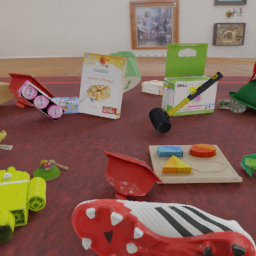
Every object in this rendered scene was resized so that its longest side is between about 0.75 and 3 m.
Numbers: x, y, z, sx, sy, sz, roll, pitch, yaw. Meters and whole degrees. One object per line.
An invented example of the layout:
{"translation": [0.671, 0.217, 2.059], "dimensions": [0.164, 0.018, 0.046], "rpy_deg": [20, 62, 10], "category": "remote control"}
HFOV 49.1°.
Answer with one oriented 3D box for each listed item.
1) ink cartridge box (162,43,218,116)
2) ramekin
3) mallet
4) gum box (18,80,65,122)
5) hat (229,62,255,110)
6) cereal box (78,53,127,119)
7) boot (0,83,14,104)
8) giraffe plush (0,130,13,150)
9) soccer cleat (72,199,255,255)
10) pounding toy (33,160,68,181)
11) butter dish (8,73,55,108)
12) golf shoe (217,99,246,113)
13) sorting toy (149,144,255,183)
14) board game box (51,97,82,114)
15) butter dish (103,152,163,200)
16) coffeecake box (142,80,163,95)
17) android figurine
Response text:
{"translation": [2.618, -2.045, 11.724], "dimensions": [2.072, 2.803, 1.062], "rpy_deg": [-7, 24, -19], "category": "ink cartridge box"}
{"translation": [-0.606, -2.516, 13.581], "dimensions": [2.551, 1.246, 2.551], "rpy_deg": [-21, -9, -3], "category": "ramekin"}
{"translation": [1.889, -0.983, 9.460], "dimensions": [2.796, 0.575, 0.921], "rpy_deg": [-42, 41, 6], "category": "mallet"}
{"translation": [-3.366, -1.068, 10.792], "dimensions": [1.764, 0.583, 1.001], "rpy_deg": [40, -4, -30], "category": "gum box"}
{"translation": [5.848, -2.132, 11.798], "dimensions": [2.367, 2.516, 2.858], "rpy_deg": [20, 22, 9], "category": "hat"}
{"translation": [-1.042, -1.683, 11.175], "dimensions": [1.735, 2.412, 0.477], "rpy_deg": [11, 11, 18], "category": "cereal box"}
{"translation": [-5.875, -1.178, 11.955], "dimensions": [2.327, 1.090, 2.994], "rpy_deg": [16, 26, 41], "category": "boot"}
{"translation": [-3.937, 0.083, 7.247], "dimensions": [1.557, 1.263, 1.344], "rpy_deg": [-5, 43, -9], "category": "giraffe plush"}
{"translation": [0.488, 1.552, 4.238], "dimensions": [2.667, 0.915, 1.136], "rpy_deg": [6, 9, 12], "category": "soccer cleat"}
{"translation": [-1.913, 0.929, 6.757], "dimensions": [0.620, 0.373, 0.803], "rpy_deg": [9, 21, 25], "category": "pounding toy"}
{"translation": [-4.697, -1.566, 12.987], "dimensions": [1.837, 1.358, 1.832], "rpy_deg": [12, -23, 33], "category": "butter dish"}
{"translation": [4.711, -1.031, 12.491], "dimensions": [0.670, 0.539, 1.378], "rpy_deg": [-6, 19, -34], "category": "golf shoe"}
{"translation": [2.031, 0.776, 7.137], "dimensions": [2.839, 0.418, 2.098], "rpy_deg": [-1, 18, -1], "category": "sorting toy"}
{"translation": [-2.361, -1.067, 12.678], "dimensions": [2.281, 0.417, 1.725], "rpy_deg": [-4, 18, -9], "category": "board game box"}
{"translation": [-0.004, 1.086, 5.746], "dimensions": [1.113, 0.825, 1.116], "rpy_deg": [15, -19, 30], "category": "butter dish"}
{"translation": [1.790, -2.366, 16.360], "dimensions": [1.208, 0.575, 1.574], "rpy_deg": [-17, 25, -41], "category": "coffeecake box"}
{"translation": [-2.624, 1.357, 5.369], "dimensions": [2.052, 0.463, 2.255], "rpy_deg": [-4, 21, -13], "category": "android figurine"}
